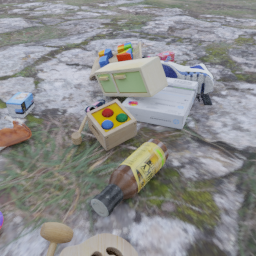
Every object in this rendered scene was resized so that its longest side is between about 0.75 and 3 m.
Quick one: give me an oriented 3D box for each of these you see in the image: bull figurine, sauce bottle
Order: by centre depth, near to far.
[{"bbox_3d":[0.095,1.118,6.531,0.768,0.768,2.374,21,41,29],"label":"sauce bottle"},{"bbox_3d":[-3.622,0.238,7.934,1.636,0.533,0.993,-18,61,-33],"label":"bull figurine"}]

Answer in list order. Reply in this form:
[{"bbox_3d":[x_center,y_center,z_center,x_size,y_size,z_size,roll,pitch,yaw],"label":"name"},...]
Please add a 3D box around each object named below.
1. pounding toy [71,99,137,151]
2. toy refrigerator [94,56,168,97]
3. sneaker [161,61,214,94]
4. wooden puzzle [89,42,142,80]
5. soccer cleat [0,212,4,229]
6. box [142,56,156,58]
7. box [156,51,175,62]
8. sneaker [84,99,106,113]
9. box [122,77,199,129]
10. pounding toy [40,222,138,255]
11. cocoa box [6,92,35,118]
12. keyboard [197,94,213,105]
[{"bbox_3d":[-0.859,-0.135,8.024,1.693,0.775,1.487,-27,55,-21],"label":"pounding toy"},{"bbox_3d":[-0.008,-1.670,9.525,0.933,1.012,2.666,-36,27,-28],"label":"toy refrigerator"},{"bbox_3d":[2.415,-2.126,11.388,2.391,0.966,1.381,20,32,21],"label":"sneaker"},{"bbox_3d":[-0.581,-3.130,12.369,2.437,0.564,2.257,-18,31,12],"label":"wooden puzzle"},{"bbox_3d":[-3.471,2.066,4.862,2.508,0.959,0.836,-25,41,-32],"label":"soccer cleat"},{"bbox_3d":[0.661,-2.772,12.478,1.252,0.664,0.766,0,33,2],"label":"box"},{"bbox_3d":[1.801,-3.383,13.589,0.934,0.466,0.446,-24,40,-33],"label":"box"},{"bbox_3d":[-1.083,-0.724,9.664,0.831,0.292,0.341,-31,32,-21],"label":"sneaker"},{"bbox_3d":[1.212,-1.038,9.946,2.113,0.558,2.710,11,34,18],"label":"box"},{"bbox_3d":[-0.630,2.613,4.369,1.373,1.377,2.401,14,34,-32],"label":"pounding toy"},{"bbox_3d":[-3.666,-0.805,9.591,0.560,0.551,0.840,5,34,8],"label":"cocoa box"},{"bbox_3d":[2.837,-1.070,10.433,0.503,0.082,0.792,1,33,2],"label":"keyboard"}]
